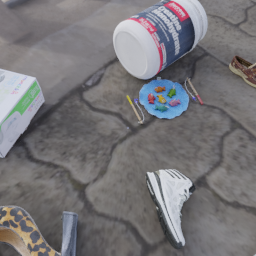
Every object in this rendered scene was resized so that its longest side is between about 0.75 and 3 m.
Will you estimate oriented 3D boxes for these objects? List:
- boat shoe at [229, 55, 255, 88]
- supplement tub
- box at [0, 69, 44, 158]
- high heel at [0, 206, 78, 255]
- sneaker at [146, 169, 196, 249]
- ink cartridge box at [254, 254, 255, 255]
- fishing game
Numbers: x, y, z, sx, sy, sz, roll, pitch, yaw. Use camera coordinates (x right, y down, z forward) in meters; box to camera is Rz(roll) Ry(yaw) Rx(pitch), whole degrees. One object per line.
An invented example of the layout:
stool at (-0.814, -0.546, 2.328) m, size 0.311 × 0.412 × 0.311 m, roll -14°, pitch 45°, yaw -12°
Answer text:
boat shoe at (4.451, -2.039, 10.054) m, size 0.623 × 0.622 × 1.728 m, roll -33°, pitch 61°, yaw -21°
supplement tub at (1.173, -3.299, 10.036) m, size 2.998 × 2.104 × 2.104 m, roll -37°, pitch 62°, yaw -23°
box at (-4.218, -0.584, 8.691) m, size 2.149 × 1.177 × 2.435 m, roll 16°, pitch 55°, yaw 13°
high heel at (-2.570, 2.863, 6.227) m, size 2.881 × 1.029 × 2.054 m, roll 4°, pitch 47°, yaw -8°
sneaker at (1.293, 1.893, 7.123) m, size 1.193 × 0.782 × 2.073 m, roll -14°, pitch 53°, yaw -7°
ink cartridge box at (2.864, 3.741, 6.067) m, size 1.633 × 0.356 × 1.417 m, roll -27°, pitch 57°, yaw -18°
fishing game at (1.244, -1.093, 9.548) m, size 2.440 × 0.379 × 1.747 m, roll -15°, pitch 58°, yaw -11°
